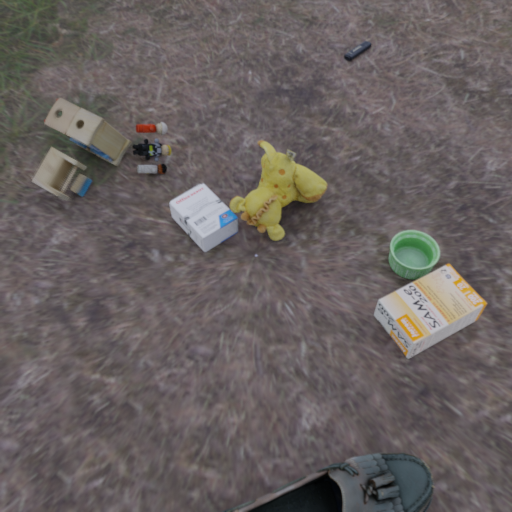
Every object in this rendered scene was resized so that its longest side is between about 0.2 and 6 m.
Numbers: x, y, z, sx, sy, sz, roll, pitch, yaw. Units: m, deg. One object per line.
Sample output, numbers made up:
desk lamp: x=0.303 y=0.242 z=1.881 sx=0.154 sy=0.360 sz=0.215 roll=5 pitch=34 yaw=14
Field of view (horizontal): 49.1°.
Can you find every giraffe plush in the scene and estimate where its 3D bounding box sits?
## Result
giraffe plush: x=0.337 y=-1.117 z=10.567 sx=1.554 sy=1.801 sz=1.460 roll=32 pitch=89 yaw=17

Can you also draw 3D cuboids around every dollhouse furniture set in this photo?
dollhouse furniture set: x=-3.711 y=-2.043 z=11.452 sx=1.212 sy=1.219 sz=1.729 roll=29 pitch=87 yaw=20

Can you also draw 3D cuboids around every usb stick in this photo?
usb stick: x=2.571 y=-5.182 z=14.148 sx=0.248 sy=0.146 sz=0.894 roll=39 pitch=63 yaw=24

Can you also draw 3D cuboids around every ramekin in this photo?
ramekin: x=2.850 y=0.004 z=10.219 sx=0.883 sy=0.431 sz=0.883 roll=0 pitch=54 yaw=0

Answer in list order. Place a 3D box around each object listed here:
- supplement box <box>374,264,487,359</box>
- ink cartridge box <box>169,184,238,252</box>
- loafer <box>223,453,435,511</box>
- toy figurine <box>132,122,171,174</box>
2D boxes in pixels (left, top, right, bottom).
supplement box: x=2.924 y=0.910 z=9.473 sx=1.546 sy=0.569 sz=0.974 roll=-25 pitch=57 yaw=-17
ink cartridge box: x=-1.003 y=-0.744 z=10.731 sx=0.822 sy=0.475 sz=1.127 roll=-33 pitch=60 yaw=-21
loafer: x=0.884 y=3.414 z=7.355 sx=3.391 sy=1.067 sz=1.218 roll=-15 pitch=56 yaw=-11
toy figurine: x=-2.114 y=-2.188 z=11.521 sx=0.657 sy=0.945 sz=0.930 roll=-5 pitch=56 yaw=-24
